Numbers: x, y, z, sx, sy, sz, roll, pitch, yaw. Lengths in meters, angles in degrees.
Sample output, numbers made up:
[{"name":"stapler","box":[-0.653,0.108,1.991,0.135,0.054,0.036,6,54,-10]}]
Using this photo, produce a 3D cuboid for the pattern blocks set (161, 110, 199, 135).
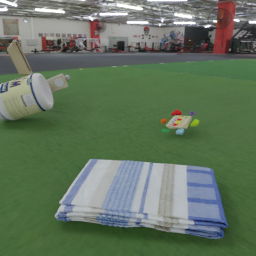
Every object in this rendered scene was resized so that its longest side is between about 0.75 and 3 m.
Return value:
[{"name":"pattern blocks set","box":[1.479,-0.171,8.036,1.126,0.104,1.281,11,35,40]}]

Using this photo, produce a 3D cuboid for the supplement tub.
[{"name":"supplement tub","box":[-3.438,-0.963,9.052,1.710,1.239,1.239,-16,18,3]}]

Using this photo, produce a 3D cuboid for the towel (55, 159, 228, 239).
[{"name":"towel","box":[0.261,1.075,4.763,2.514,0.299,1.847,3,20,9]}]

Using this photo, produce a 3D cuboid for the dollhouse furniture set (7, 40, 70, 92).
[{"name":"dollhouse furniture set","box":[-3.503,-2.419,11.137,1.814,2.556,2.025,-23,21,-4]}]
